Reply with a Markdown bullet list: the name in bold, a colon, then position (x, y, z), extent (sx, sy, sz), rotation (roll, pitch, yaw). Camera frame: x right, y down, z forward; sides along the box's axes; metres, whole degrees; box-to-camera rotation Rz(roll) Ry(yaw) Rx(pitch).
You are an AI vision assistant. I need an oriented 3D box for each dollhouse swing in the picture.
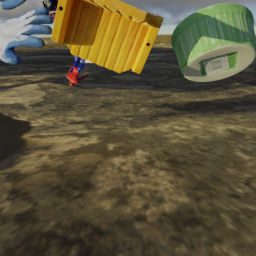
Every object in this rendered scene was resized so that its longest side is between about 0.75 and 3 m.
- **dollhouse swing**: position (-0.439, -1.550, 4.749), extent (1.756, 1.595, 1.543), rotation (20, 34, -7)

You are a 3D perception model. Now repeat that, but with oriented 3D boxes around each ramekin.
- **ramekin**: position (1.879, -1.723, 6.068), extent (1.778, 0.868, 1.778), rotation (-6, -17, -2)

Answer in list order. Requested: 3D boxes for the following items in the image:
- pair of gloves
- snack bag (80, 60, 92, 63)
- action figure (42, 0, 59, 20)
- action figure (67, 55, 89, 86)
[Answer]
- **pair of gloves**: position (-2.399, -2.747, 6.324), extent (2.382, 2.963, 0.338), rotation (3, -17, 33)
- **snack bag**: position (-1.005, -2.968, 10.136), extent (1.326, 1.406, 0.151), rotation (5, -19, 25)
- **action figure**: position (-2.153, -3.666, 8.748), extent (0.916, 1.018, 1.367), rotation (-14, -10, -9)
- **action figure**: position (-1.163, -1.568, 6.960), extent (0.398, 1.220, 0.604), rotation (35, 40, 2)
